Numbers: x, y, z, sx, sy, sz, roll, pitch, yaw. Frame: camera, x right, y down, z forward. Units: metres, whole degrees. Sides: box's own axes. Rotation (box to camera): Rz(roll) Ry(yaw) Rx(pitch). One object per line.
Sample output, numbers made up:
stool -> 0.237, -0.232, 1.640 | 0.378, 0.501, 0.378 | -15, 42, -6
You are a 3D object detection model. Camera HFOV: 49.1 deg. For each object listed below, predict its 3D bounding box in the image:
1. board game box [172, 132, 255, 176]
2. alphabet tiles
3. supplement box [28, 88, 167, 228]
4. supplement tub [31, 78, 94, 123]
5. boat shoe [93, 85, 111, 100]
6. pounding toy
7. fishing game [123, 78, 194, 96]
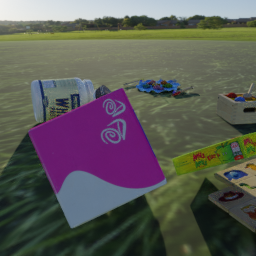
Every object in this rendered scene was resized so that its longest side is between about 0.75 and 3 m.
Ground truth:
board game box -> 1.486, 0.447, 4.674 | 0.702, 0.329, 1.381 | -8, -13, -39
alphabet tiles -> 2.846, 0.871, 4.186 | 2.918, 0.110, 2.439 | -16, 18, -18
supplement box -> -0.261, 0.310, 3.645 | 1.076, 1.053, 2.081 | -25, -2, 3
supplement tub -> -1.850, -0.821, 8.004 | 1.640, 1.189, 1.189 | -8, 22, -21
boat shoe -> -0.364, -0.510, 6.860 | 0.693, 0.574, 1.929 | 23, 29, -34
pounding toy -> 3.387, -0.745, 8.221 | 1.261, 0.897, 1.161 | -3, 22, -9
fishing game -> 1.321, -1.909, 11.997 | 1.975, 0.429, 2.759 | -22, 30, -40
